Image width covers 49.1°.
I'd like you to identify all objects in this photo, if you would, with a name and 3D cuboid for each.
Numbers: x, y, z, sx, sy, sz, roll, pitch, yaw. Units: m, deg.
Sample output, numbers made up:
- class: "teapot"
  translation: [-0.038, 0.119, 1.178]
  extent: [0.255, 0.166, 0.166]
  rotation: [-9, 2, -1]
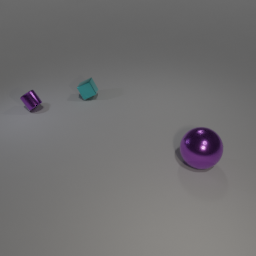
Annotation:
- class: "ball"
  translation: [2.429, 0.664, 9.293]
  extent: [1.400, 1.400, 1.400]
  rotation: [0, 33, 0]
- class: "cylinder"
  translation: [-4.345, -1.247, 12.582]
  extent: [0.700, 0.700, 0.700]
  rotation: [-33, 12, 8]
- class: "cube"
  translation: [-1.945, -1.910, 13.553]
  extent: [0.700, 0.700, 0.700]
  rotation: [-23, 24, 14]
